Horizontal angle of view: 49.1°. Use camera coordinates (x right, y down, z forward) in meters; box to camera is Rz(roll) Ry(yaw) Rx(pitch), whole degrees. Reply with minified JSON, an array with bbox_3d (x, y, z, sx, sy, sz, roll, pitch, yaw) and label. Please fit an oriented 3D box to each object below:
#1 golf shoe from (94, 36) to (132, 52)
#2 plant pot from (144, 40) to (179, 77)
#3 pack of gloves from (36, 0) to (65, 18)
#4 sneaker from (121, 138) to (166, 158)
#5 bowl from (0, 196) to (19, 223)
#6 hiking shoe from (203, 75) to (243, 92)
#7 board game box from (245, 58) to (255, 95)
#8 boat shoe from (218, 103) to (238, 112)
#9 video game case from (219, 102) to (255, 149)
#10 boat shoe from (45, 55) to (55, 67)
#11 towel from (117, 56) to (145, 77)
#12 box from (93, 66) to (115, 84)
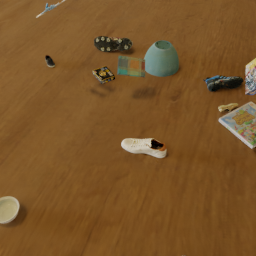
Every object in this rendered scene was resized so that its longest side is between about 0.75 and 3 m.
[{"bbox_3d":[-0.758,-4.334,14.491,2.022,0.780,0.890,8,21,11],"label":"golf shoe"},{"bbox_3d":[1.608,-3.412,13.216,1.732,1.167,1.732,0,48,0],"label":"plant pot"},{"bbox_3d":[-2.696,-4.224,9.703,0.876,0.206,1.043,-45,28,-28],"label":"pack of gloves"},{"bbox_3d":[0.566,0.543,9.932,1.643,0.695,0.598,10,50,11],"label":"sneaker"},{"bbox_3d":[-3.627,2.503,8.347,0.842,0.378,0.842,0,47,0],"label":"bowl"},{"bbox_3d":[4.260,-2.119,12.397,1.666,0.620,0.722,-7,49,-7],"label":"hiking shoe"},{"bbox_3d":[3.628,-1.521,7.533,0.234,1.354,0.917,7,79,-6],"label":"board game box"},{"bbox_3d":[4.130,-0.794,11.462,0.829,0.297,0.316,-12,62,0],"label":"boat shoe"},{"bbox_3d":[4.808,-0.178,10.907,1.864,0.206,1.697,-25,52,-21],"label":"video game case"},{"bbox_3d":[-3.829,-3.262,13.677,0.337,0.281,0.903,-21,52,-21],"label":"boat shoe"},{"bbox_3d":[0.145,-2.469,11.246,1.135,0.123,0.832,4,76,-11],"label":"towel"},{"bbox_3d":[-1.124,-2.473,12.998,0.719,0.222,0.900,-22,51,-21],"label":"box"}]
